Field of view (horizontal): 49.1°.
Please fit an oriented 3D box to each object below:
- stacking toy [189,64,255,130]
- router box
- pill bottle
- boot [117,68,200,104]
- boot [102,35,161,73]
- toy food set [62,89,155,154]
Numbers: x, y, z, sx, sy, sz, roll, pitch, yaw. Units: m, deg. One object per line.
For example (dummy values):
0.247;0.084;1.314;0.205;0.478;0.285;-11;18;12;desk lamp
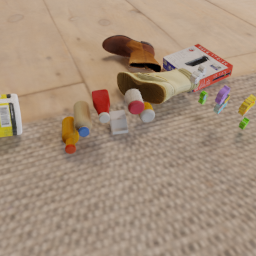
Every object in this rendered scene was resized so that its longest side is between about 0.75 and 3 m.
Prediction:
2.454;-0.676;7.399;1.575;2.088;0.491;40;87;24;stacking toy
2.505;-2.248;10.249;1.706;0.464;1.900;-25;49;-18;router box
-3.973;-0.264;7.464;2.049;1.171;1.171;-7;42;-23;pill bottle
0.925;-1.518;9.232;1.839;0.861;2.366;-23;29;-34;boot
0.059;-2.681;10.495;2.132;0.775;2.264;12;34;-11;boot
-0.496;-0.207;7.552;2.652;1.266;1.193;-7;43;-7;toy food set
